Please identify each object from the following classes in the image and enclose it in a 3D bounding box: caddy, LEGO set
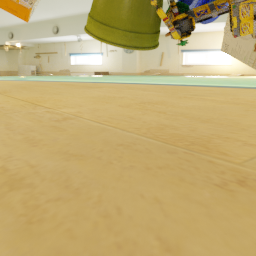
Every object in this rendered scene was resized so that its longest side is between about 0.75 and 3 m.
[{"bbox_3d":[2.123,-3.650,7.250,1.330,1.882,0.988,38,11,10],"label":"caddy"},{"bbox_3d":[1.253,-2.237,4.085,2.019,2.626,1.521,-9,50,6],"label":"LEGO set"}]

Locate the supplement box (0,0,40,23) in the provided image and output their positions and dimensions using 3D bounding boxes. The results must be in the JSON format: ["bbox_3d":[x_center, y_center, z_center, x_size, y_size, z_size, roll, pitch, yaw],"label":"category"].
[{"bbox_3d":[-2.955,-3.987,7.906,1.047,1.662,0.611,24,-25,-19],"label":"supplement box"}]

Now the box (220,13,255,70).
[{"bbox_3d":[3.201,-2.285,6.563,1.670,0.915,1.893,38,-12,23],"label":"box"}]

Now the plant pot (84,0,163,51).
[{"bbox_3d":[0.030,-2.459,5.262,1.544,1.486,1.544,10,33,-6],"label":"plant pot"}]
